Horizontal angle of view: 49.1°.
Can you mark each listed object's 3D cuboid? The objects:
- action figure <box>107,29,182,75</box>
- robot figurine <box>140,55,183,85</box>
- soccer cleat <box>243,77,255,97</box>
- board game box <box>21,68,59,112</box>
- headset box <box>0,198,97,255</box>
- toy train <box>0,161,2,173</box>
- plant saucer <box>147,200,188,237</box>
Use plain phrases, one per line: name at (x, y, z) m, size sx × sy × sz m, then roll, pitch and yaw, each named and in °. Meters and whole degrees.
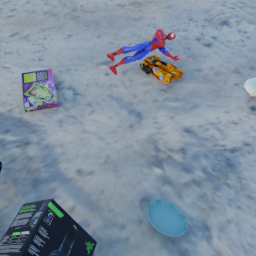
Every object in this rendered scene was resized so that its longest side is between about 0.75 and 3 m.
action figure at (0.729, -2.416, 9.041) m, size 2.545 × 0.830 × 1.260 m, roll -33°, pitch 53°, yaw -18°
robot figurine at (1.082, -1.997, 9.332) m, size 1.038 × 0.417 × 1.431 m, roll -28°, pitch 54°, yaw -33°
soccer cleat at (3.971, -1.334, 8.191) m, size 1.648 × 0.639 × 0.571 m, roll -16°, pitch 69°, yaw -39°
board game box at (-2.771, -1.215, 8.764) m, size 0.995 × 0.268 × 1.658 m, roll -14°, pitch 51°, yaw -8°
headset box at (-1.391, 2.214, 4.680) m, size 0.768 × 1.442 × 1.657 m, roll -17°, pitch 32°, yaw 29°
toy train at (-2.983, 1.496, 6.073) m, size 0.286 × 0.384 × 1.676 m, roll 17°, pitch 58°, yaw -31°
plant saucer at (0.812, 1.914, 5.924) m, size 0.929 × 0.127 × 0.929 m, roll 18°, pitch 29°, yaw -10°
